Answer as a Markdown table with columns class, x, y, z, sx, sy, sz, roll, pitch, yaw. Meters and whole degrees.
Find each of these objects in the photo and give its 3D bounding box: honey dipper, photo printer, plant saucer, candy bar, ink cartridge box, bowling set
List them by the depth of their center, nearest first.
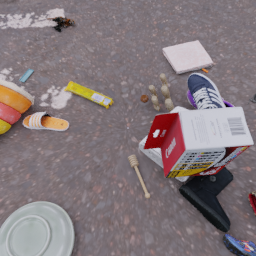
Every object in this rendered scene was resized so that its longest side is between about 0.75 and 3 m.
| class | x | y | z | sx | sy | sz | roll | pitch | yaw |
| --- | --- | --- | --- | --- | --- | --- | --- | --- | --- |
| ink cartridge box | 1.845 | 0.578 | 8.401 | 2.427 | 2.764 | 1.159 | -4 | 65 | -6 |
| plant saucer | -2.990 | 3.463 | 8.696 | 2.581 | 0.648 | 2.581 | -3 | 56 | 4 |
| honey dipper | 0.416 | 1.765 | 10.162 | 0.320 | 0.320 | 1.688 | -16 | 60 | -10 |
| photo printer | 2.038 | 0.446 | 10.650 | 2.154 | 0.899 | 2.589 | 38 | 64 | 20 |
| bowling set | 1.232 | -1.301 | 11.961 | 1.291 | 0.996 | 1.855 | -13 | 57 | 14 |
| candy bar | -1.739 | -1.471 | 12.324 | 2.355 | 0.261 | 0.587 | 24 | 63 | 15 |
| plant saucer | -4.734 | -2.444 | 13.085 | 0.290 | 0.079 | 0.828 | 20 | 58 | 13 |

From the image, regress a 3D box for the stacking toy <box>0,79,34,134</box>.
| class | x | y | z | sx | sy | sz | roll | pitch | yaw |
| --- | --- | --- | --- | --- | --- | --- | --- | --- | --- |
| stacking toy | -5.084 | -0.421 | 11.001 | 1.950 | 1.950 | 2.669 | 16 | 74 | 10 |

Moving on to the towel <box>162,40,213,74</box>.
| class | x | y | z | sx | sy | sz | roll | pitch | yaw |
| --- | --- | --- | --- | --- | --- | --- | --- | --- | --- |
| towel | 2.877 | -3.449 | 13.572 | 1.937 | 0.312 | 1.850 | -14 | 56 | -9 |

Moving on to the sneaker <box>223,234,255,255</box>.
| class | x | y | z | sx | sy | sz | roll | pitch | yaw |
| --- | --- | --- | --- | --- | --- | --- | --- | --- | --- |
| sneaker | 3.641 | 3.751 | 8.768 | 1.423 | 0.536 | 0.558 | 32 | 54 | 9 |

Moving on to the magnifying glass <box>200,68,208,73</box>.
| class | x | y | z | sx | sy | sz | roll | pitch | yaw |
| --- | --- | --- | --- | --- | --- | --- | --- | --- | --- |
| magnifying glass | 3.473 | -2.856 | 13.353 | 0.799 | 0.090 | 0.318 | 38 | 64 | 21 |

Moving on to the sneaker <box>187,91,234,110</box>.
| class | x | y | z | sx | sy | sz | roll | pitch | yaw |
| --- | --- | --- | --- | --- | --- | --- | --- | --- | --- |
| sneaker | 3.472 | -0.933 | 11.295 | 2.546 | 1.126 | 1.024 | 38 | 102 | 23 |

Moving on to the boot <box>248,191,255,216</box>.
| class | x | y | z | sx | sy | sz | roll | pitch | yaw |
| --- | --- | --- | --- | --- | --- | --- | --- | --- | --- |
| boot | 5.344 | 2.851 | 9.034 | 1.960 | 0.952 | 2.603 | -13 | 54 | -10 |

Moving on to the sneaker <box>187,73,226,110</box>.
| class | x | y | z | sx | sy | sz | roll | pitch | yaw |
| --- | --- | --- | --- | --- | --- | --- | --- | --- | --- |
| sneaker | 2.747 | -0.890 | 10.148 | 1.468 | 0.948 | 2.705 | -8 | 66 | -48 |

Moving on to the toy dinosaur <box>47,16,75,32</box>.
| class | x | y | z | sx | sy | sz | roll | pitch | yaw |
| --- | --- | --- | --- | --- | --- | --- | --- | --- | --- |
| toy dinosaur | -3.608 | -5.657 | 14.994 | 1.458 | 0.745 | 0.989 | -4 | 40 | 19 |

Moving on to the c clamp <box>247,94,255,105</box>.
| class | x | y | z | sx | sy | sz | roll | pitch | yaw |
| --- | --- | --- | --- | --- | --- | --- | --- | --- | --- |
| c clamp | 5.851 | -1.119 | 12.183 | 1.140 | 0.154 | 0.974 | 22 | 54 | 16 |

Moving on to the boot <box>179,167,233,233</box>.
| class | x | y | z | sx | sy | sz | roll | pitch | yaw |
| --- | --- | --- | --- | --- | --- | --- | --- | --- | --- |
| boot | 3.052 | 2.199 | 9.550 | 1.760 | 0.800 | 2.095 | -37 | 58 | -17 |

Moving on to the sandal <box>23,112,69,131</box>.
| class | x | y | z | sx | sy | sz | roll | pitch | yaw |
| --- | --- | --- | --- | --- | --- | --- | --- | --- | --- |
| sandal | -3.353 | -0.336 | 11.397 | 1.903 | 0.545 | 0.729 | 6 | 57 | 4 |
